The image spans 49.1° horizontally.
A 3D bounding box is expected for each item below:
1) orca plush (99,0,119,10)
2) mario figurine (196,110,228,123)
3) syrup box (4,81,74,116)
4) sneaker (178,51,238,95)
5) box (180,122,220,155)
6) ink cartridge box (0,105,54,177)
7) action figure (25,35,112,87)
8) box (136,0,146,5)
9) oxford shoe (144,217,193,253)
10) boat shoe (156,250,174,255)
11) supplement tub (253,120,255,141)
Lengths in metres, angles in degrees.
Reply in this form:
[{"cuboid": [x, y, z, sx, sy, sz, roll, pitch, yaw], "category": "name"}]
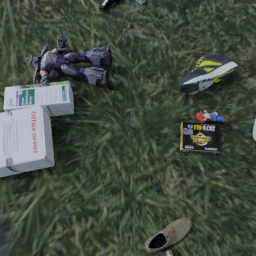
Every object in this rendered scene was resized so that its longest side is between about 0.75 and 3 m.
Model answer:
[{"cuboid": [-0.545, -5.028, 10.944, 0.466, 0.689, 1.310, 38, 66, -18], "category": "orca plush"}, {"cuboid": [2.657, -0.411, 8.893, 0.947, 0.585, 0.502, 3, 60, 10], "category": "mario figurine"}, {"cuboid": [-2.810, -0.865, 8.960, 2.030, 0.827, 0.799, -6, 66, -4], "category": "syrup box"}, {"cuboid": [2.525, -1.872, 9.396, 2.286, 0.851, 0.967, -23, 69, -20], "category": "sneaker"}, {"cuboid": [2.238, 0.319, 8.749, 1.179, 0.291, 0.942, 5, 65, 2], "category": "box"}, {"cuboid": [-3.471, 0.469, 8.251, 2.344, 0.970, 1.717, -11, 67, -1], "category": "ink cartridge box"}, {"cuboid": [-2.064, -2.205, 9.458, 2.957, 1.026, 1.924, 6, 73, 6], "category": "action figure"}, {"cuboid": [0.189, -5.417, 11.213, 0.262, 0.244, 1.263, -42, 73, -16], "category": "box"}, {"cuboid": [1.137, 2.888, 7.501, 1.483, 0.555, 0.523, -31, 70, -12], "category": "oxford shoe"}, {"cuboid": [1.106, 4.005, 7.058, 0.546, 0.616, 1.684, -16, 66, 8], "category": "boat shoe"}, {"cuboid": [5.380, 0.090, 8.013, 2.968, 1.819, 1.819, 21, 69, 8], "category": "supplement tub"}]
